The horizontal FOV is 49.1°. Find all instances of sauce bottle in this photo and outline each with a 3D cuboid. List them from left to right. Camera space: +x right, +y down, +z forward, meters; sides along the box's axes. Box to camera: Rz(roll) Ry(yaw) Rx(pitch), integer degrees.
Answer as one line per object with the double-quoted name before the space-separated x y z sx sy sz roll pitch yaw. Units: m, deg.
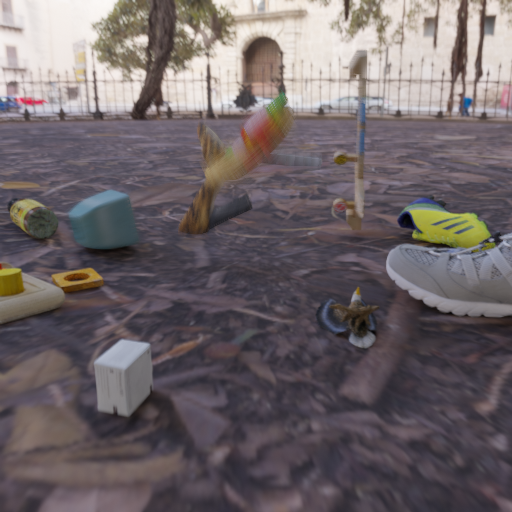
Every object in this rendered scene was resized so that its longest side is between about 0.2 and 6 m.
"sauce bottle" -5.035 -0.896 12.430 0.701 0.701 2.166 -12 19 -34

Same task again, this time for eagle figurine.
"eagle figurine" 1.275 0.777 7.384 0.748 0.744 0.986 42 -12 3

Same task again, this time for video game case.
"video game case" 0.375 -1.659 9.682 1.143 0.131 1.041 0 9 -31

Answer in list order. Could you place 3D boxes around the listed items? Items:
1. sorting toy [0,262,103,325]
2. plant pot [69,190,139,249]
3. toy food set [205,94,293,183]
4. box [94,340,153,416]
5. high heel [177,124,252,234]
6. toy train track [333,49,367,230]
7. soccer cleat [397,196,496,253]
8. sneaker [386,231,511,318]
"sorting toy" -4.187 0.468 8.264 3.817 0.520 2.149 -16 23 -42
"plant pot" -3.048 -0.646 10.990 1.021 1.002 0.999 -20 23 -30
"toy food set" -0.053 -1.632 7.945 1.448 0.352 1.433 -28 26 43
"box" -1.345 1.240 5.743 0.362 0.551 0.554 5 18 16
"high heel" -1.088 -1.414 10.267 1.402 1.967 0.702 -25 -13 -5
"toy train track" 1.870 -2.181 11.264 0.608 3.735 2.142 1 37 8
"soccer cleat" 3.793 -0.492 11.337 1.056 0.816 2.524 -32 27 -4
"sneaker" 3.526 0.128 7.866 3.413 1.400 1.275 12 21 33
